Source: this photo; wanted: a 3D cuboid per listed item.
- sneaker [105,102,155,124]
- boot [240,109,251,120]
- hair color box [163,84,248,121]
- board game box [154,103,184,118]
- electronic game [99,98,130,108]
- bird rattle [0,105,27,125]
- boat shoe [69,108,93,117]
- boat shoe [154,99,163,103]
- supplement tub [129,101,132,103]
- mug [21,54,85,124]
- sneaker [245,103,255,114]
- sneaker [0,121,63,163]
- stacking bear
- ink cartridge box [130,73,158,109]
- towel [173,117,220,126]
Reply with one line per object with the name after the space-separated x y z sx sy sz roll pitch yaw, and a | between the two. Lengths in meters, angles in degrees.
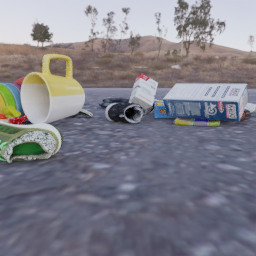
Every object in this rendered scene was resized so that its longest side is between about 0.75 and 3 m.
0.356 -0.628 10.600 2.229 0.841 1.269 -13 16 -31 | sneaker
3.582 -0.551 11.061 1.788 0.612 1.683 -6 22 -25 | boot
2.785 -0.981 10.156 2.679 0.811 1.340 6 37 34 | hair color box
2.051 -0.790 12.282 1.767 0.504 1.805 1 10 5 | board game box
-0.579 -1.318 15.502 2.043 0.425 2.043 1 16 0 | electronic game
-3.737 -0.174 8.567 1.088 0.752 1.335 0 20 -30 | bird rattle
-2.275 -0.669 11.750 1.595 0.496 0.595 14 2 -7 | boat shoe
1.860 -1.164 14.995 1.595 0.581 0.493 7 53 -1 | boat shoe
0.531 -1.105 13.041 0.874 0.874 1.206 -1 10 -5 | supplement tub
-2.325 -1.172 9.482 1.741 2.121 1.699 -12 58 -49 | mug
4.363 -1.161 12.634 2.904 1.164 1.021 11 13 42 | sneaker
-2.370 0.324 5.414 2.130 0.819 0.944 -3 18 -7 | sneaker
-4.580 -0.745 9.573 1.590 1.698 2.796 1 16 33 | stacking bear
0.603 -1.366 10.541 0.787 1.090 0.456 27 -30 -21 | ink cartridge box
2.479 -0.240 10.120 1.594 0.182 1.145 4 10 20 | towel
